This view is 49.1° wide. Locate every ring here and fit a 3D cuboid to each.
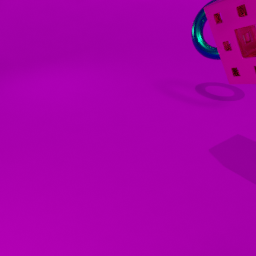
[{"bbox_3d":[2.739,-2.919,8.204,1.832,1.832,0.366,21,11,32],"label":"ring"}]

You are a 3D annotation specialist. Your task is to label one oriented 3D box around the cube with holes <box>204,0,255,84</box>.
[{"bbox_3d":[2.044,-1.410,3.771,1.204,1.204,1.204,-33,20,-18],"label":"cube with holes"}]
